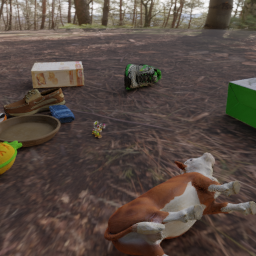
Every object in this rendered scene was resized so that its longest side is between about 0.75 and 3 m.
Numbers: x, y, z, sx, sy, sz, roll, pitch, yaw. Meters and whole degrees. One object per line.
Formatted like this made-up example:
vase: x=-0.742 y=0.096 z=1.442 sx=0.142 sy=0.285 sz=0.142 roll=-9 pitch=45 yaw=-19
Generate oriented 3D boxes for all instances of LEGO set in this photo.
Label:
LEGO set: x=-0.972 y=0.019 z=8.951 sx=0.376 sy=0.305 sz=0.818 roll=2 pitch=24 yaw=4

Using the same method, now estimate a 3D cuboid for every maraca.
maraca: x=-3.199 y=0.682 z=6.967 sx=0.920 sy=0.718 sz=1.342 roll=-2 pitch=27 yaw=6

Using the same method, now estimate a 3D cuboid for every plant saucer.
plant saucer: x=-3.186 y=0.074 z=8.840 sx=2.079 sy=0.306 sz=2.079 roll=1 pitch=25 yaw=0

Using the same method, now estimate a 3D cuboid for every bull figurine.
bull figurine: x=1.014 y=1.326 z=5.000 sx=2.967 sy=0.966 sz=1.801 roll=-26 pitch=10 yaw=-35

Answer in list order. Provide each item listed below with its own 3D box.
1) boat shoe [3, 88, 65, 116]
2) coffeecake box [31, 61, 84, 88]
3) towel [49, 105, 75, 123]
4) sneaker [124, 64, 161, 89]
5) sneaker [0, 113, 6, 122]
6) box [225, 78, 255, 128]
boat shoe: x=-3.547 y=-1.064 z=10.685 sx=2.310 sy=0.853 sz=0.874 roll=-18 pitch=30 yaw=-34
coffeecake box: x=-3.577 y=-2.792 z=14.461 sx=2.479 sy=0.906 sz=1.903 roll=-5 pitch=25 yaw=-11
towel: x=-2.413 y=-0.539 z=10.195 sx=0.701 sy=0.305 sz=1.256 roll=-11 pitch=26 yaw=-24
sneaker: x=0.738 y=-2.590 z=13.742 sx=1.254 sy=1.148 sz=2.943 roll=13 pitch=27 yaw=26
sneaker: x=-4.627 y=-0.182 z=9.371 sx=0.522 sy=0.429 sz=1.134 roll=-1 pitch=16 yaw=17
box: x=5.238 y=-0.786 z=9.543 sx=2.434 sy=1.334 sz=2.758 roll=-11 pitch=25 yaw=-18
